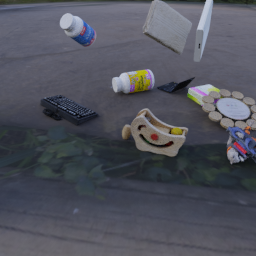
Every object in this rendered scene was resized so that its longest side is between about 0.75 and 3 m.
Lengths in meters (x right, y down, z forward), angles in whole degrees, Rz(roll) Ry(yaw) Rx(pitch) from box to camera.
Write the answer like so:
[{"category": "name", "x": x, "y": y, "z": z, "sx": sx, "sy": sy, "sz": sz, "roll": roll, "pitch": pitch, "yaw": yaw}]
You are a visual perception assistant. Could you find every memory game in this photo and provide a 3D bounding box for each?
[{"category": "memory game", "x": 4.303, "y": -0.768, "z": 11.486, "sx": 2.601, "sy": 0.166, "sz": 2.601, "roll": 4, "pitch": 44, "yaw": -4}]

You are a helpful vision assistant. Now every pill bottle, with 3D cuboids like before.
[{"category": "pill bottle", "x": 0.246, "y": -2.241, "z": 13.685, "sx": 1.914, "sy": 0.998, "sz": 0.998, "roll": -13, "pitch": 33, "yaw": -19}, {"category": "pill bottle", "x": -1.868, "y": -3.654, "z": 10.458, "sx": 0.786, "sy": 0.786, "sz": 1.400, "roll": 18, "pitch": 1, "yaw": 27}]

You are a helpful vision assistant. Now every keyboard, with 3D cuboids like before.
[{"category": "keyboard", "x": -2.723, "y": -0.827, "z": 11.974, "sx": 2.751, "sy": 0.353, "sz": 1.652, "roll": 26, "pitch": 39, "yaw": 37}]

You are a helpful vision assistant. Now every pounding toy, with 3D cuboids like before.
[{"category": "pounding toy", "x": 0.907, "y": -0.036, "z": 9.684, "sx": 2.317, "sy": 1.325, "sz": 1.329, "roll": 11, "pitch": 33, "yaw": 17}]

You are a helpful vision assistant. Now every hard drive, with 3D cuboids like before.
[{"category": "hard drive", "x": 2.467, "y": -3.199, "z": 9.176, "sx": 0.235, "sy": 1.179, "sz": 1.787, "roll": 12, "pitch": 54, "yaw": 16}]

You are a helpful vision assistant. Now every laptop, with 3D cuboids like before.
[{"category": "laptop", "x": 2.385, "y": -2.262, "z": 13.983, "sx": 1.244, "sy": 0.725, "sz": 1.403, "roll": -23, "pitch": 38, "yaw": -34}]

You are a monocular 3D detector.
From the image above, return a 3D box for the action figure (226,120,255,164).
[{"category": "action figure", "x": 4.038, "y": 0.722, "z": 9.178, "sx": 1.862, "sy": 1.007, "sz": 1.925, "roll": -25, "pitch": 67, "yaw": -25}]

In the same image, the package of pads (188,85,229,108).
[{"category": "package of pads", "x": 3.681, "y": -1.457, "z": 12.808, "sx": 1.230, "sy": 0.543, "sz": 1.593, "roll": -13, "pitch": 33, "yaw": -20}]

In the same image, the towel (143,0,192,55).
[{"category": "towel", "x": 1.433, "y": -3.591, "z": 10.058, "sx": 1.941, "sy": 1.286, "sz": 0.335, "roll": 20, "pitch": 1, "yaw": -35}]
